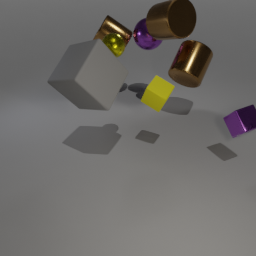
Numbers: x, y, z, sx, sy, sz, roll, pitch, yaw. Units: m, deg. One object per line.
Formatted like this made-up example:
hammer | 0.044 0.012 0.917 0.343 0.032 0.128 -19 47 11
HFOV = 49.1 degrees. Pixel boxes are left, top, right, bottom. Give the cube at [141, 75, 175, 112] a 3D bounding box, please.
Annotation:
cube | 0.933 -1.079 8.848 0.700 0.700 0.700 32 56 5

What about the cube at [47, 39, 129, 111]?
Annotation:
cube | -1.120 -1.464 8.012 1.400 1.400 1.400 6 63 44

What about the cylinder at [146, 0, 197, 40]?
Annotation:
cylinder | 1.625 -4.097 10.660 1.400 1.400 1.400 -15 20 -26

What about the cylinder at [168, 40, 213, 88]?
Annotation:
cylinder | 2.528 -2.571 11.351 1.400 1.400 1.400 25 -9 4

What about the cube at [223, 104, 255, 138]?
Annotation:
cube | 3.480 -0.198 8.487 0.700 0.700 0.700 -18 78 -17

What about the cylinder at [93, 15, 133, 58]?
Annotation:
cylinder | -0.724 -4.232 13.007 1.400 1.400 1.400 30 25 -15

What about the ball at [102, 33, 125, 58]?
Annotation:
ball | -0.426 -2.369 8.063 0.700 0.700 0.700 0 29 0

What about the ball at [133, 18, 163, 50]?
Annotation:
ball | 0.933 -4.236 12.635 1.400 1.400 1.400 0 29 0
